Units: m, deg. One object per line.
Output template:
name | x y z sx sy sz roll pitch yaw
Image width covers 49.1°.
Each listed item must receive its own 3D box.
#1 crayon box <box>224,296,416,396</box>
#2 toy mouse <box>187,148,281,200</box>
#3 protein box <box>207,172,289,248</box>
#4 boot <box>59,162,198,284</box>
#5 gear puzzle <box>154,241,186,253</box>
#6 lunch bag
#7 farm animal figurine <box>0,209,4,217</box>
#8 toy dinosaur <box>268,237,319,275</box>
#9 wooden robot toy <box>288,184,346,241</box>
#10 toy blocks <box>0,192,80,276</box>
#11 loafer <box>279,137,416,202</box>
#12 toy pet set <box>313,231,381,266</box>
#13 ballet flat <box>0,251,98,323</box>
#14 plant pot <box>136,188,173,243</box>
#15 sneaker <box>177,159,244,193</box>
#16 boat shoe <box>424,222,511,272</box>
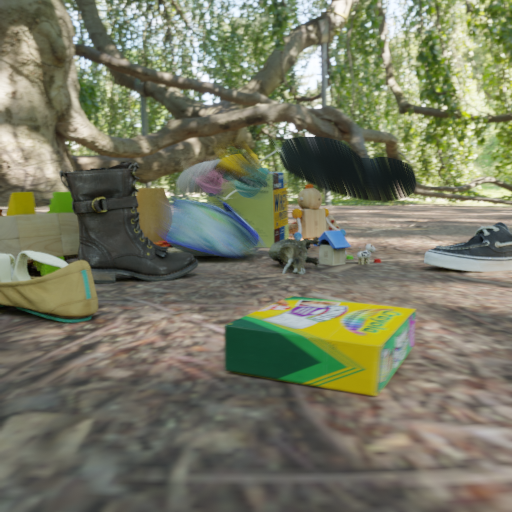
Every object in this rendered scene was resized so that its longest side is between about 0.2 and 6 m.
crayon box | 0.571 0.651 4.510 1.169 0.395 1.355 3 7 25
toy mouse | -0.472 -1.459 11.175 1.973 0.382 1.754 -6 38 8
protein box | -0.189 -1.181 13.973 1.753 1.766 1.191 2 11 21
boot | -1.879 -0.527 8.545 2.070 1.803 0.717 -3 7 -26
gear puzzle | -1.915 -0.237 12.709 2.060 0.270 1.067 1 7 12
lunch bag | -0.799 -0.491 11.166 1.723 1.098 1.465 14 -1 -1
farm animal figurine | -5.203 -0.349 11.257 1.869 0.985 1.890 10 -8 -39
toy dinosaur | 0.587 -0.086 9.930 0.847 0.638 1.657 4 7 -23
wooden robot toy | 1.272 -1.283 16.169 3.433 1.558 1.513 -5 9 -40
toy blocks | -3.732 -0.216 9.295 1.853 1.355 2.711 -9 0 40
loafer | 1.813 -1.685 11.848 2.970 1.081 1.074 16 -16 -13
toy pet set | 1.635 -0.187 10.753 1.102 0.627 1.180 -5 8 -37
ballet flat | -2.699 0.283 6.349 2.254 0.710 0.774 3 7 24
plant pot | -2.860 -1.127 15.301 1.362 1.462 1.362 -1 7 0
sneaker | -1.029 -1.901 12.623 1.799 0.672 0.738 -15 -4 18
boat shoe | 4.118 -0.173 9.719 2.449 0.830 0.879 0 7 -4
